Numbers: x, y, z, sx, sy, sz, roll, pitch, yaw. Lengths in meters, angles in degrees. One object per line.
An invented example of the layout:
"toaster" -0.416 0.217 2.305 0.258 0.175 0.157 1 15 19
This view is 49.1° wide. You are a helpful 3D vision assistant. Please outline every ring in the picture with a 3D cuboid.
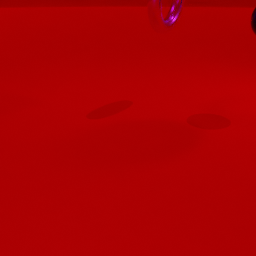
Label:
"ring" 1.093 -3.555 7.709 0.367 1.837 1.837 22 33 26

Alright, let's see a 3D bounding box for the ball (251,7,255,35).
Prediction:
"ball" 3.677 -2.747 7.025 1.106 1.106 1.106 0 26 0
